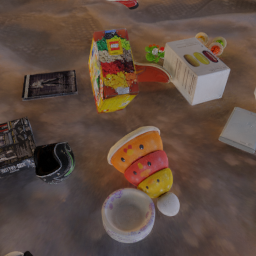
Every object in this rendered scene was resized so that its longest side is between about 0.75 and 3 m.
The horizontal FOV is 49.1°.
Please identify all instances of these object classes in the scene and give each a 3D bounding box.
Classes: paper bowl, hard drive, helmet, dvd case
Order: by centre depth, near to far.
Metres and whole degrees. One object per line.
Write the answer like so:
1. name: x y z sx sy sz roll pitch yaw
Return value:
1. paper bowl: 0.009 2.227 7.056 1.313 0.683 1.313 0 45 0
2. helmet: -2.066 1.000 7.966 1.179 1.179 1.124 -9 90 0
3. hard drive: 3.959 0.017 9.581 1.160 0.231 1.759 23 49 22
4. dvd case: -3.161 -1.767 11.392 2.131 0.170 1.585 -8 46 -8

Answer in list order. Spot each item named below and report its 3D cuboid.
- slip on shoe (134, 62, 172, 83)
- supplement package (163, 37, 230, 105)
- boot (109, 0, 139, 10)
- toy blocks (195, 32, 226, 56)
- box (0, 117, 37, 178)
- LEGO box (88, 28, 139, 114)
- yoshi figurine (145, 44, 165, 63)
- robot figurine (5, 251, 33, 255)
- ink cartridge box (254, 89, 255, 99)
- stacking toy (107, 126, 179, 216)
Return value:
1. slip on shoe: 0.606 -2.179 11.407 2.419 0.896 0.740 16 64 18
2. supplement package: 2.590 -2.291 11.056 1.424 1.371 2.503 -16 48 -15
3. boot: -0.211 -3.456 7.591 0.955 0.689 0.346 15 88 19
4. toy blocks: 3.523 -3.616 12.877 1.554 0.677 1.864 21 49 21
5. box: -3.706 0.580 8.835 1.516 0.478 1.922 -18 48 -17
6. LEGO box: -0.446 -1.323 7.119 0.785 2.034 1.515 -10 84 -13
7. yoshi figurine: 1.395 -3.279 12.699 1.392 0.783 0.780 12 85 -8
8. robot figurine: -2.369 3.221 6.055 1.125 0.702 0.845 36 44 30
9. ink cartridge box: 5.835 -1.503 10.278 1.868 1.371 0.774 7 45 8
10. stacking toy: 0.678 1.278 7.662 1.726 1.726 2.363 -24 66 -22
